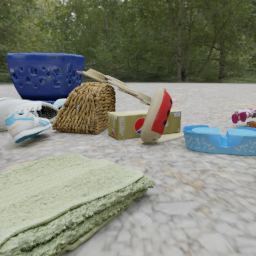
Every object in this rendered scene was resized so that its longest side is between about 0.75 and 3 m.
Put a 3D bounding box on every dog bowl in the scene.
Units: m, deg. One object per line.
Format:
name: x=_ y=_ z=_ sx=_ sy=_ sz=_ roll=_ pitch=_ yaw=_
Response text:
dog bowl: x=2.203 y=0.267 z=6.443 sx=1.882 sy=0.467 sz=1.049 roll=2 pitch=11 yaw=15

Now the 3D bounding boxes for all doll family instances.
doll family: x=4.479 y=-0.298 z=8.514 sx=1.518 sy=1.102 sz=2.446 roll=-20 pitch=4 yaw=-42

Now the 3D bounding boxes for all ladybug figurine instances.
ladybug figurine: x=0.733 y=-0.295 z=6.905 sx=0.514 sy=1.430 sz=0.970 roll=19 pitch=3 yaw=6

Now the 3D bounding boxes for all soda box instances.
soda box: x=0.485 y=-0.153 z=8.016 sx=2.084 sy=0.667 sz=0.706 roll=-5 pitch=13 yaw=-27

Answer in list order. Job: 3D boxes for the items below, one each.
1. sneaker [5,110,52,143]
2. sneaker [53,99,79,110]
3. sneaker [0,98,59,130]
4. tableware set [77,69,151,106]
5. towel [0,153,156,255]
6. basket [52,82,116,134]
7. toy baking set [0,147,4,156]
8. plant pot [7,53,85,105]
sneaker: x=-2.533 y=-0.125 z=7.285 sx=0.654 sy=0.690 sz=1.708 roll=-29 pitch=3 yaw=6
sneaker: x=-1.738 y=-0.662 z=10.588 sx=2.286 sy=0.845 sz=0.937 roll=-5 pitch=25 yaw=1
sneaker: x=-3.263 y=-0.503 z=8.902 sx=0.971 sy=1.002 sz=2.744 roll=1 pitch=10 yaw=26
tableware set: x=-0.337 y=-1.511 z=10.314 sx=2.975 sy=0.345 sz=2.485 roll=32 pitch=13 yaw=36
towel: x=-1.033 y=0.836 z=3.577 sx=1.925 sy=0.473 sz=2.595 roll=7 pitch=13 yaw=34
basket: x=-1.340 y=-0.717 z=8.809 sx=1.524 sy=1.460 sz=2.045 roll=4 pitch=12 yaw=14
toy baking set: x=-3.163 y=0.287 z=5.590 sx=1.222 sy=0.185 sz=1.593 roll=4 pitch=25 yaw=-32
plant pot: x=-3.727 y=-2.210 z=13.436 sx=2.856 sy=2.568 sz=2.857 roll=1 pitch=11 yaw=9
